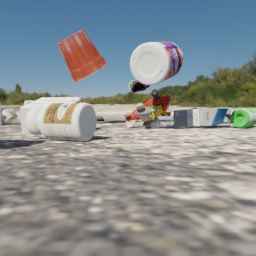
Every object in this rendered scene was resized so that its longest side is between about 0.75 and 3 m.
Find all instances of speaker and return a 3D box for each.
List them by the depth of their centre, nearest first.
[{"bbox_3d":[5.002,-0.435,11.973,0.864,0.864,1.953,3,5,36],"label":"speaker"}]

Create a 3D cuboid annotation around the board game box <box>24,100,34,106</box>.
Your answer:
[{"bbox_3d":[-4.445,-0.892,15.513,2.133,0.686,1.574,1,-22,11],"label":"board game box"}]

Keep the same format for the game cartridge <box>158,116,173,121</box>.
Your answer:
[{"bbox_3d":[1.960,-0.571,17.515,1.820,0.349,1.180,0,8,-3],"label":"game cartridge"}]

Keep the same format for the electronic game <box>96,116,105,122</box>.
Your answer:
[{"bbox_3d":[-2.213,-0.481,15.478,1.857,0.386,1.857,4,0,0],"label":"electronic game"}]

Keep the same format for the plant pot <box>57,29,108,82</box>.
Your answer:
[{"bbox_3d":[-2.313,-3.569,13.633,1.995,1.940,1.995,-25,20,10],"label":"plant pot"}]

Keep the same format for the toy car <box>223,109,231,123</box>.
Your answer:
[{"bbox_3d":[5.539,-0.616,15.159,0.963,0.852,0.887,12,6,0],"label":"toy car"}]

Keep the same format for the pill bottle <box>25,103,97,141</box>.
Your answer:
[{"bbox_3d":[-1.763,-0.172,7.305,1.689,0.966,0.966,1,4,23],"label":"pill bottle"}]

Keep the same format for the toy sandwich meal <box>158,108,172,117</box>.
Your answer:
[{"bbox_3d":[2.740,-1.711,24.000,2.245,0.769,2.245,28,27,-15],"label":"toy sandwich meal"}]

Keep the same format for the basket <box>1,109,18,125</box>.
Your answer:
[{"bbox_3d":[-6.256,-0.513,14.155,1.120,0.779,0.988,-35,2,5],"label":"basket"}]

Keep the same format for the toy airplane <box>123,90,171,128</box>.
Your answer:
[{"bbox_3d":[0.770,-0.504,11.444,1.902,1.342,1.894,-14,-26,-39],"label":"toy airplane"}]

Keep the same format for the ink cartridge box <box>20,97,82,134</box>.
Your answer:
[{"bbox_3d":[-2.537,-0.477,9.679,1.575,0.904,2.169,0,14,0],"label":"ink cartridge box"}]

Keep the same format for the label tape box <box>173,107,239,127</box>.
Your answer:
[{"bbox_3d":[3.386,-0.462,12.029,2.403,0.794,1.722,1,4,33],"label":"label tape box"}]

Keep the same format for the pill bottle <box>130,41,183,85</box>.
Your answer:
[{"bbox_3d":[1.198,-2.437,10.240,1.404,1.404,2.520,2,18,26],"label":"pill bottle"}]

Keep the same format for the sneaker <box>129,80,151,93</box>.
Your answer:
[{"bbox_3d":[0.832,-1.905,11.747,1.656,0.636,0.694,-27,33,15],"label":"sneaker"}]

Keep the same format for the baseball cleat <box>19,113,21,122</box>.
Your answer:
[{"bbox_3d":[-4.228,-0.663,13.197,1.460,0.957,2.744,12,3,-4],"label":"baseball cleat"}]

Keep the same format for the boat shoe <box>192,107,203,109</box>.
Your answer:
[{"bbox_3d":[3.552,-0.697,15.206,1.063,0.867,2.526,0,4,-5],"label":"boat shoe"}]
